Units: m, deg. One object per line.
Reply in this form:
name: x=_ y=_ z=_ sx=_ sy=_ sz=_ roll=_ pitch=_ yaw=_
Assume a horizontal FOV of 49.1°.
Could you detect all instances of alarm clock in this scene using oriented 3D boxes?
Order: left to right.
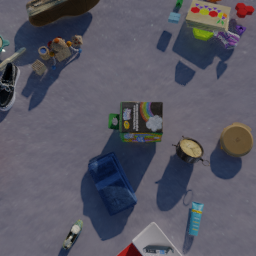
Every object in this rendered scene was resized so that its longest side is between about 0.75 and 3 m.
alarm clock: x=2.166 y=0.851 z=9.413 sx=1.338 sy=0.446 sz=0.903 roll=38 pitch=44 yaw=21

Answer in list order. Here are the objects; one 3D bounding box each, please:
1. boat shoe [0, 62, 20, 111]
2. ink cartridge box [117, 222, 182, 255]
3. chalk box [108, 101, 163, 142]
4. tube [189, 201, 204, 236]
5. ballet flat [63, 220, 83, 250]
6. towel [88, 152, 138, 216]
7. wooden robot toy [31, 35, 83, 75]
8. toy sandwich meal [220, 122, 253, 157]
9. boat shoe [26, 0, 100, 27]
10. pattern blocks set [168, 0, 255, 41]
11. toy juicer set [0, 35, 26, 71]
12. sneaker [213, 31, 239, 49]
boat shoe: x=-4.370 y=-1.521 z=10.123 sx=0.650 sy=0.602 sz=1.761 roll=13 pitch=76 yaw=3
ink cartridge box: x=0.805 y=4.317 z=8.695 sx=1.786 sy=0.453 sz=2.027 roll=-39 pitch=79 yaw=-10
chalk box: x=0.251 y=-0.189 z=9.471 sx=1.805 sy=1.119 sz=1.127 roll=1 pitch=71 yaw=4
tube: x=2.215 y=2.969 z=9.168 sx=0.405 sy=0.264 sz=1.046 roll=17 pitch=71 yaw=-9
ballet flat: x=-1.764 y=3.435 z=8.977 sx=0.377 sy=0.377 sz=1.015 roll=25 pitch=77 yaw=6
towel: x=-0.526 y=1.851 z=9.320 sx=1.078 sy=0.469 sz=1.931 roll=-26 pitch=77 yaw=-6
wooden robot toy: x=-2.673 y=-2.977 z=10.284 sx=2.264 sy=1.027 sz=0.997 roll=-35 pitch=79 yaw=-9
toy sandwich meal: x=3.745 y=0.409 z=9.746 sx=1.254 sy=0.430 sz=1.254 roll=0 pitch=79 yaw=2
boat shoe: x=-2.510 y=-4.893 z=10.776 sx=2.916 sy=1.039 sz=0.941 roll=-19 pitch=77 yaw=-4
pattern blocks set: x=3.140 y=-4.316 z=10.818 sx=2.923 sy=0.237 sz=2.569 roll=25 pitch=65 yaw=14
toy juicer set: x=-5.203 y=-2.916 z=10.483 sx=2.255 sy=0.613 sz=1.434 roll=23 pitch=76 yaw=5
sneaker: x=3.716 y=-3.393 z=10.738 sx=1.041 sy=0.377 sz=0.593 roll=19 pitch=79 yaw=5
